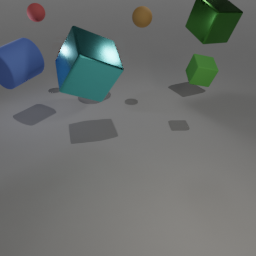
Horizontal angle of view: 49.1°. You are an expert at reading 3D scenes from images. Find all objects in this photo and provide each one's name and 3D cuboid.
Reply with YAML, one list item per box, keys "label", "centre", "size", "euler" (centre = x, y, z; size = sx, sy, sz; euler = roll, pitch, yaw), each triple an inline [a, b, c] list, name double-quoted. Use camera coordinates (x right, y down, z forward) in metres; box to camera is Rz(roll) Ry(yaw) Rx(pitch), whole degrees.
- label: "ball"
  centre: [-3.623, -4.553, 11.046]
  size: [0.700, 0.700, 0.700]
  euler: [0, 30, 0]
- label: "cube"
  centre: [2.345, -1.836, 8.949]
  size: [0.700, 0.700, 0.700]
  euler: [7, 49, -13]
- label: "ball"
  centre: [0.491, -3.847, 9.708]
  size: [0.700, 0.700, 0.700]
  euler: [0, 30, 0]
- label: "cylinder"
  centre: [-3.975, -2.299, 9.955]
  size: [1.400, 1.400, 1.400]
  euler: [18, 43, 29]
- label: "cube"
  centre: [3.502, -4.469, 11.557]
  size: [1.400, 1.400, 1.400]
  euler: [-12, 53, -27]
- label: "cube"
  centre: [-1.184, -1.843, 8.262]
  size: [1.400, 1.400, 1.400]
  euler: [11, 46, -33]
